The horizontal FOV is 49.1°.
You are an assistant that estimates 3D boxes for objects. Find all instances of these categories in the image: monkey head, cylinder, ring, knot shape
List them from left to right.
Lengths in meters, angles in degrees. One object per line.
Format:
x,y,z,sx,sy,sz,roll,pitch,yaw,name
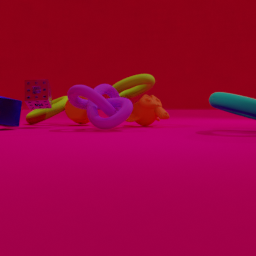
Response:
-3.092,-0.719,11.011,1.941,0.388,1.941,-22,17,7,ring
-1.726,-0.668,10.238,1.003,1.003,1.003,0,-4,-3,cylinder
-0.868,-0.732,8.210,1.858,0.917,1.985,18,20,-10,knot shape
0.121,-1.418,9.941,1.748,0.350,1.748,-19,-8,-3,ring
0.733,-0.443,9.437,1.747,1.053,1.257,-3,41,-44,monkey head
3.069,-0.495,7.180,1.986,0.397,1.986,16,6,-2,ring

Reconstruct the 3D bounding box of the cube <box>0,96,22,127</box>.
-3.684,-0.461,8.201,0.783,0.783,0.783,-1,-9,43,cube

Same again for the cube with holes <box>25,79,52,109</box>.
-2.891,-1.079,9.065,0.719,0.719,0.719,-4,-17,-8,cube with holes
